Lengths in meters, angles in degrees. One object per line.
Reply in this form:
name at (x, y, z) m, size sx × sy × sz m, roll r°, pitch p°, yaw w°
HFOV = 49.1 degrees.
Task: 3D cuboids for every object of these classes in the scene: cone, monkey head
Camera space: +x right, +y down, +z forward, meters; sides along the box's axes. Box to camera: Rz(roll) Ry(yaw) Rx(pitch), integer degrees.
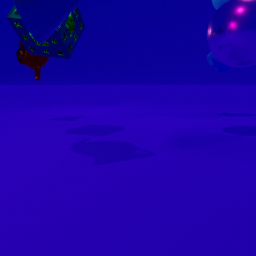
cone at (-0.740, -1.568, 3.217) m, size 0.924 × 0.921 × 0.921 m, roll -17°, pitch 9°, yaw 3°
monkey head at (3.031, -2.309, 8.892) m, size 1.395 × 0.841 × 1.004 m, roll 34°, pitch 38°, yaw -10°
monkey head at (-2.497, -2.081, 7.729) m, size 1.026 × 1.426 × 0.859 m, roll 1°, pitch -12°, yaw 41°

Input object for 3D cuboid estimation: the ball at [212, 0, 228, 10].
ball at (2.837, -3.715, 7.895) m, size 0.903 × 0.903 × 0.903 m, roll 0°, pitch 9°, yaw 0°

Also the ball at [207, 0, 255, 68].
ball at (2.256, -1.877, 5.514) m, size 1.355 × 1.355 × 1.355 m, roll 0°, pitch 9°, yaw 0°

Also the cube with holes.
cube with holes at (-1.551, -2.085, 5.525) m, size 0.945 × 0.945 × 0.945 m, roll 11°, pitch -26°, yaw 14°
